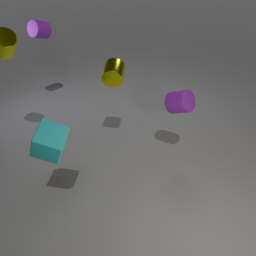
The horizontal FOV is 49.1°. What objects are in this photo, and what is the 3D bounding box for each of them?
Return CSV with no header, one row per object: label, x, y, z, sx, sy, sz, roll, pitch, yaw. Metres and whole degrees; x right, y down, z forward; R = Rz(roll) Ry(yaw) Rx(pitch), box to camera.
cylinder,-3.615,-4.028,11.437,0.700,0.700,0.700,20,22,29
cylinder,1.632,-0.815,8.778,0.700,0.700,0.700,-3,23,45
cylinder,-3.741,-2.546,8.460,0.700,0.700,0.700,10,67,-24
cylinder,-0.467,-1.780,9.044,0.700,0.700,0.700,4,50,6
cube,-1.868,0.325,6.684,0.700,0.700,0.700,19,50,-10
